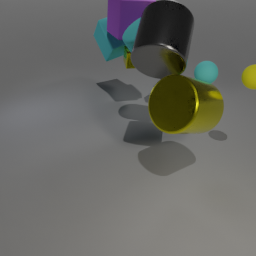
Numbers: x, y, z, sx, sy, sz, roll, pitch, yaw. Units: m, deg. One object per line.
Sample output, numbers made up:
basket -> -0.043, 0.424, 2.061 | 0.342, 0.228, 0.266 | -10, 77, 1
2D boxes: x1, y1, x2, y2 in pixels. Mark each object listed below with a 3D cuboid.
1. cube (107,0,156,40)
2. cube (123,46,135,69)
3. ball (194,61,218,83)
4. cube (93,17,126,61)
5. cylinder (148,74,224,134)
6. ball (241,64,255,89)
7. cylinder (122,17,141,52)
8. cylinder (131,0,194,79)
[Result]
cube -> 0.080, -4.247, 10.701 | 1.400, 1.400, 1.400 | -8, 33, -21
cube -> 0.221, -2.966, 11.725 | 0.700, 0.700, 0.700 | -4, 42, -10
ball -> 2.341, -1.657, 8.405 | 0.700, 0.700, 0.700 | 0, 29, 0
cube -> -0.528, -4.028, 12.412 | 1.400, 1.400, 1.400 | -26, 0, -17
cylinder -> 1.461, -0.555, 7.032 | 1.400, 1.400, 1.400 | 26, 17, 39
ball -> 3.597, -1.448, 7.950 | 0.700, 0.700, 0.700 | 0, 29, 0
cylinder -> 0.756, -2.758, 9.193 | 1.400, 1.400, 1.400 | -24, 39, 21
cylinder -> 0.889, -2.205, 7.126 | 1.400, 1.400, 1.400 | 8, 68, 15
